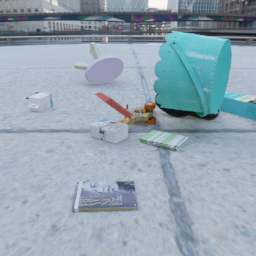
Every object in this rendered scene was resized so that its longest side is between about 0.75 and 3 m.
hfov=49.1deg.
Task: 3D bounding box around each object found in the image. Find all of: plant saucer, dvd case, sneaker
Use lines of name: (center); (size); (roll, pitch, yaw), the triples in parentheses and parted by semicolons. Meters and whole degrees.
plant saucer: (-0.467, -0.785, 9.414); (1.184, 0.217, 1.182); (36, 0, -31)
dvd case: (-0.541, 1.589, 6.660); (1.463, 0.117, 1.088); (-1, 22, -3)
sneaker: (2.672, -1.044, 12.493); (2.809, 1.060, 1.616); (16, 17, 17)

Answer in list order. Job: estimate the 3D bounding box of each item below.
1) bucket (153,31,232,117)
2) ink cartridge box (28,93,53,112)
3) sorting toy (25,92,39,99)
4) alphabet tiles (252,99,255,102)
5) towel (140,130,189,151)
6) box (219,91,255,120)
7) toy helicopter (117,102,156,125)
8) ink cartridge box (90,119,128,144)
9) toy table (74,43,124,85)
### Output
bucket: (2.387, -1.910, 10.049); (1.965, 3.020, 3.020); (14, 25, 28)
ink cartridge box: (-4.091, -1.200, 13.033); (0.663, 0.646, 1.032); (9, 22, 21)
sorting toy: (-4.749, -1.582, 14.576); (0.673, 0.236, 1.397); (3, 21, 7)
alphabet tiles: (5.953, -0.982, 11.156); (1.409, 0.064, 1.685); (-10, 20, -36)
towel: (1.251, 0.415, 9.619); (1.424, 0.219, 1.063); (11, 22, 31)
box: (5.264, -0.977, 12.401); (1.167, 0.697, 2.837); (-17, 27, -36)
toy helicopter: (0.162, -0.459, 11.063); (1.318, 0.786, 1.994); (15, 30, 34)
ink cartridge box: (-0.673, 0.093, 9.979); (1.129, 0.485, 0.826); (13, 25, 33)
toy table: (-1.887, -3.966, 18.041); (2.828, 2.600, 1.656); (-13, 41, -43)
